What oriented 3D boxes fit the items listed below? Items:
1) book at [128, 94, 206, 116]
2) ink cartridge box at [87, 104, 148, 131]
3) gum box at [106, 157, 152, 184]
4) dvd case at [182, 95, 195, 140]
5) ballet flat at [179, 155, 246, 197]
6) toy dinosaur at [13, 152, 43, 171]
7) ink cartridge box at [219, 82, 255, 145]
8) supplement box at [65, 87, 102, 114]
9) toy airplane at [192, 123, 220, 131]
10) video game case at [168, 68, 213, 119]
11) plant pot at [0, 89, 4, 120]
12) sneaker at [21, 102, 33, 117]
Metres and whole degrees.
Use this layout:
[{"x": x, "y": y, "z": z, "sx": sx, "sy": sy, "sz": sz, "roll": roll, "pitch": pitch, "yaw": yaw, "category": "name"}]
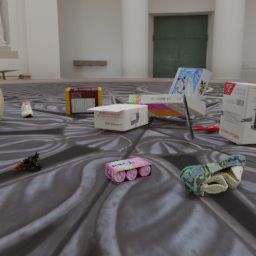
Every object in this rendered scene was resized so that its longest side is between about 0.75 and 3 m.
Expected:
[{"x": 1.673, "y": -1.007, "z": 12.360, "sx": 2.859, "sy": 0.687, "sz": 1.910, "roll": 6, "pitch": -8, "yaw": 43, "category": "book"}, {"x": -0.363, "y": -0.451, "z": 11.335, "sx": 1.477, "sy": 0.849, "sz": 2.523, "roll": 6, "pitch": 11, "yaw": 30, "category": "ink cartridge box"}, {"x": -0.010, "y": 0.984, "z": 6.544, "sx": 0.984, "sy": 0.325, "sz": 0.558, "roll": -7, "pitch": 15, "yaw": -29, "category": "gum box"}, {"x": 1.901, "y": -0.363, "z": 8.862, "sx": 0.110, "sy": 1.374, "sz": 1.022, "roll": -11, "pitch": 6, "yaw": 11, "category": "dvd case"}, {"x": 1.966, "y": 1.048, "z": 5.937, "sx": 1.925, "sy": 0.715, "sz": 0.715, "roll": -10, "pitch": 16, "yaw": -29, "category": "ballet flat"}, {"x": -2.485, "y": 0.911, "z": 6.997, "sx": 0.599, "sy": 0.451, "sz": 0.882, "roll": -10, "pitch": 27, "yaw": 24, "category": "toy dinosaur"}, {"x": 3.903, "y": -0.538, "z": 9.560, "sx": 0.816, "sy": 1.948, "sz": 1.406, "roll": 1, "pitch": 13, "yaw": -13, "category": "ink cartridge box"}, {"x": -2.379, "y": -1.528, "z": 15.300, "sx": 1.879, "sy": 1.247, "sz": 1.853, "roll": -2, "pitch": 13, "yaw": -7, "category": "supplement box"}, {"x": 3.103, "y": -0.009, "z": 11.027, "sx": 1.223, "sy": 0.225, "sz": 1.223, "roll": 2, "pitch": 10, "yaw": 0, "category": "toy airplane"}, {"x": 2.910, "y": -1.832, "z": 14.128, "sx": 0.588, "sy": 2.345, "sz": 2.587, "roll": 18, "pitch": 7, "yaw": -19, "category": "video game case"}, {"x": -5.990, "y": -0.832, "z": 11.495, "sx": 2.040, "sy": 2.040, "sz": 2.178, "roll": -9, "pitch": 30, "yaw": -33, "category": "plant pot"}, {"x": -5.123, "y": -0.954, "z": 14.101, "sx": 0.508, "sy": 0.674, "sz": 1.442, "roll": -6, "pitch": 14, "yaw": -26, "category": "sneaker"}]
